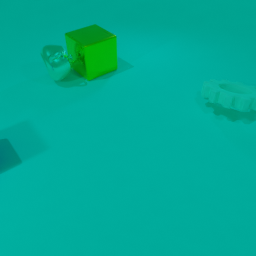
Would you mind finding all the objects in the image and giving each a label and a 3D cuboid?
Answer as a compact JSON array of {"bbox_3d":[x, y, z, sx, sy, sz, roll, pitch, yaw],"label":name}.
[{"bbox_3d":[-2.287,-2.190,9.263,0.943,1.198,1.926,-24,4,-11],"label":"teapot"},{"bbox_3d":[3.111,-1.001,8.248,1.825,0.338,1.825,6,26,-3],"label":"gear"},{"bbox_3d":[-1.252,-2.650,9.744,1.289,1.289,1.289,-29,50,-28],"label":"cube"}]
